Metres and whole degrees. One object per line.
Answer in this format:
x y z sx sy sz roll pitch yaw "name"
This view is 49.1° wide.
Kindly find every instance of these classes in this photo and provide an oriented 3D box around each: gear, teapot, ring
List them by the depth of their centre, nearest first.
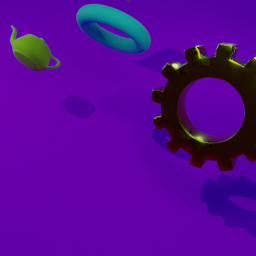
1.420 -0.325 4.727 2.098 2.098 0.388 31 31 21 "gear"
-0.285 -1.937 5.611 1.550 1.550 0.310 20 87 14 "ring"
-2.590 -2.121 7.590 1.651 1.027 0.809 34 72 -6 "teapot"

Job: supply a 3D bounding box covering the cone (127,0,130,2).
-0.655 -4.551 7.890 1.629 1.623 1.623 4 54 -8 "cone"
